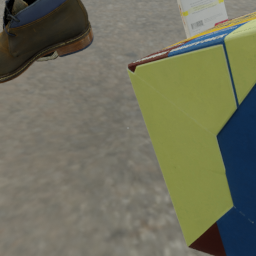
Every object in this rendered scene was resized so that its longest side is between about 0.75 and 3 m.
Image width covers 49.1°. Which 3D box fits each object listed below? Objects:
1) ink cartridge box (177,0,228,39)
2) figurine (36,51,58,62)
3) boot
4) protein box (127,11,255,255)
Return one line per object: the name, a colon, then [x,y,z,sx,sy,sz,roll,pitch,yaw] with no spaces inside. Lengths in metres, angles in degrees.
ink cartridge box: [2.128,-3.365,8.046,1.140,1.571,0.655,-18,16,7]
figurine: [-2.360,-3.518,7.379,1.133,2.631,2.568,-7,41,4]
boot: [-2.169,-1.851,5.219,2.978,1.444,1.113,-26,59,-12]
protein box: [1.347,-0.086,2.694,1.314,1.933,1.947,-2,24,46]
